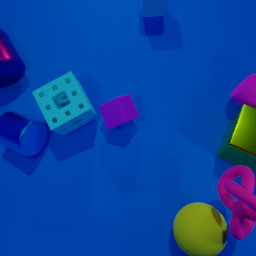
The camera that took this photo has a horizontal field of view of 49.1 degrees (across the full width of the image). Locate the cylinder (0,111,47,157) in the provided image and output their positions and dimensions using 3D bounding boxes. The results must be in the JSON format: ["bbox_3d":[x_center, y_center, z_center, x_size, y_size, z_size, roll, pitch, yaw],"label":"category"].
[{"bbox_3d":[-3.141,0.163,8.192,1.080,1.080,1.080,18,72,23],"label":"cylinder"}]

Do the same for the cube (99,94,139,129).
[{"bbox_3d":[-0.267,-0.492,8.415,0.754,0.754,0.754,-22,92,35],"label":"cube"}]

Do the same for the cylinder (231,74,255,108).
[{"bbox_3d":[3.867,-0.995,8.602,0.971,0.971,0.971,42,76,2],"label":"cylinder"}]

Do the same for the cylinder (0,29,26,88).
[{"bbox_3d":[-4.205,-2.218,8.923,1.383,1.383,1.383,-30,75,-9],"label":"cylinder"}]

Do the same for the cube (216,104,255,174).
[{"bbox_3d":[3.558,0.351,8.085,1.345,1.345,1.345,24,74,11],"label":"cube"}]

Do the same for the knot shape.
[{"bbox_3d":[2.662,1.826,6.568,0.788,1.706,1.596,-9,102,7],"label":"knot shape"}]

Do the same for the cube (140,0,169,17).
[{"bbox_3d":[0.887,-4.433,9.576,0.846,0.846,0.846,-4,61,-2],"label":"cube"}]

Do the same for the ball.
[{"bbox_3d":[1.882,2.668,7.329,1.386,1.386,1.386,0,72,0],"label":"ball"}]

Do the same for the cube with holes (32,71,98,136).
[{"bbox_3d":[-1.804,-0.669,8.287,1.230,1.230,1.230,-28,81,-1],"label":"cube with holes"}]
